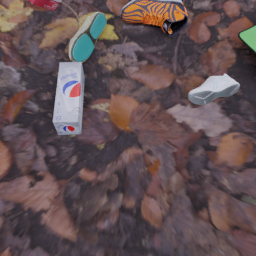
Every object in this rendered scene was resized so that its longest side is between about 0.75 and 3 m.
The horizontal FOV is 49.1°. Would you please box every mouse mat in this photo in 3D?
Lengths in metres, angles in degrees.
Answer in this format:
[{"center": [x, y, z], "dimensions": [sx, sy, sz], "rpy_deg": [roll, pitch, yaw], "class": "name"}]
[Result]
[{"center": [4.624, -2.447, 7.779], "dimensions": [2.532, 0.095, 2.037], "rpy_deg": [-27, 63, -11], "class": "mouse mat"}]

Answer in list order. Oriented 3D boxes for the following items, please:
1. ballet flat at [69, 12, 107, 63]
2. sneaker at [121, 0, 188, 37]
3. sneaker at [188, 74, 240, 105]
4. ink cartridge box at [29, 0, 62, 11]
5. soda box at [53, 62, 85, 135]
[{"center": [-1.312, -2.677, 8.455], "dimensions": [0.667, 0.721, 2.139], "rpy_deg": [2, 51, 35], "class": "ballet flat"}, {"center": [0.888, -3.428, 8.689], "dimensions": [2.109, 0.818, 1.182], "rpy_deg": [-11, 59, -6], "class": "sneaker"}, {"center": [2.220, -1.053, 7.537], "dimensions": [1.498, 0.527, 0.600], "rpy_deg": [-16, 54, -16], "class": "sneaker"}, {"center": [-1.681, -3.193, 5.768], "dimensions": [0.810, 0.806, 1.115], "rpy_deg": [48, 113, 7], "class": "ink cartridge box"}, {"center": [-1.497, -0.798, 7.258], "dimensions": [0.608, 0.654, 1.916], "rpy_deg": [-1, 59, -1], "class": "soda box"}]
